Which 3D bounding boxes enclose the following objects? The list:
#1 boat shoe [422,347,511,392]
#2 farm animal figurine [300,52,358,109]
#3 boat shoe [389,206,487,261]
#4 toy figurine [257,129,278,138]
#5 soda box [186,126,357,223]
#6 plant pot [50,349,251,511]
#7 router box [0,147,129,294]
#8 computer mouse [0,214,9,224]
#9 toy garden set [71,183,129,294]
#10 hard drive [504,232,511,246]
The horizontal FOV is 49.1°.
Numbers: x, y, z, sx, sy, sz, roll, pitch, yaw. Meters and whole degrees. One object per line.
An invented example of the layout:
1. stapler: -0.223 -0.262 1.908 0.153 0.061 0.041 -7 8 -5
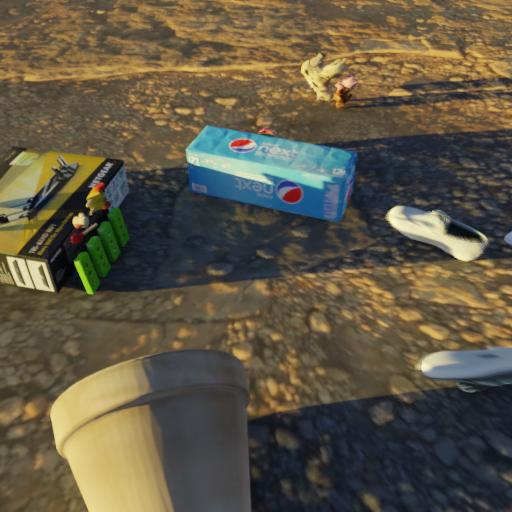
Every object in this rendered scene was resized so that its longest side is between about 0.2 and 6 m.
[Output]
1. boat shoe: 3.503 1.885 8.963 1.845 0.587 0.652 -1 16 -15
2. farm animal figurine: 2.021 -5.190 16.555 1.020 1.956 1.934 -42 66 -4
3. boat shoe: 3.787 -0.614 11.581 2.014 0.717 0.703 26 55 5
4. toy figurine: 0.100 -2.803 14.553 1.359 1.020 1.251 -16 26 12
5. soda box: 0.343 -1.956 13.118 3.764 1.208 1.277 14 43 15
6. plant pot: -1.110 2.742 7.016 2.582 2.582 2.240 -11 58 -13
7. router box: -4.825 -0.940 12.114 2.878 0.956 3.661 8 41 9
8. computer mouse: -5.500 -1.007 11.226 0.803 0.321 1.464 -22 51 -17
9. toy garden set: -3.233 -0.412 11.108 0.362 1.512 1.814 1 38 15
10. hard drive: 6.141 -0.179 11.848 0.934 0.189 1.416 -25 47 -26
